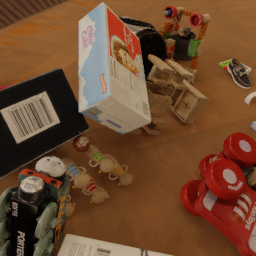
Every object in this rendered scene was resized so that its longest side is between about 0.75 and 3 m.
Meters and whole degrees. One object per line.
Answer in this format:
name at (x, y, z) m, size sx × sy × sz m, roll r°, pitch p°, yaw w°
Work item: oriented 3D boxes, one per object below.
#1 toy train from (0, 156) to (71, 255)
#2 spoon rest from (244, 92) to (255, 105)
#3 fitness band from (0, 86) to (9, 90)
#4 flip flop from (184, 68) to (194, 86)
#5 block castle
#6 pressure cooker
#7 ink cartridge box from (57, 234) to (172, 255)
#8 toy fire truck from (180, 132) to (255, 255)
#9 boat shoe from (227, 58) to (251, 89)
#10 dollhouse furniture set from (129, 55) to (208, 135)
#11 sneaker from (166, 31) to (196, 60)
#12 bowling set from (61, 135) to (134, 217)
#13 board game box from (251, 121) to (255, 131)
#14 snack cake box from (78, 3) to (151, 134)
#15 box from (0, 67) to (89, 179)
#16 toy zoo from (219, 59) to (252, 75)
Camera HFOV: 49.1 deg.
toy train at (-1.645, 1.666, 5.072) m, size 1.050 × 2.465 × 1.404 m, roll 17°, pitch 31°, yaw 5°
spoon rest at (4.794, -1.124, 9.946) m, size 1.264 × 0.383 × 0.628 m, roll -11°, pitch 41°, yaw -12°
fitness band at (-4.618, -1.252, 10.262) m, size 0.647 × 0.169 × 0.901 m, roll 15°, pitch 44°, yaw 18°
flip flop at (2.093, -1.560, 10.147) m, size 0.736 × 0.523 × 1.815 m, roll 11°, pitch 60°, yaw 9°
block castle at (1.972, -3.289, 10.874) m, size 1.201 × 2.560 × 1.710 m, roll -25°, pitch 46°, yaw -38°
pressure cooker at (-0.151, -2.982, 10.723) m, size 2.310 × 2.275 × 2.587 m, roll -37°, pitch 50°, yaw -20°
ink cartridge box at (-0.109, 2.962, 4.496) m, size 2.448 × 1.029 × 1.786 m, roll 8°, pitch 40°, yaw 10°
toy fire truck at (2.585, 1.444, 6.310) m, size 2.100 × 1.402 × 2.501 m, roll 41°, pitch 51°, yaw 9°
boat shoe at (4.419, -2.156, 11.011) m, size 0.550 × 0.449 × 1.488 m, roll -4°, pitch 50°, yaw -10°
dollhouse furniture set at (0.977, -1.063, 8.640) m, size 2.385 × 2.090 × 1.584 m, roll 6°, pitch 33°, yaw -37°
sneaker at (1.671, -3.715, 12.379) m, size 2.809 × 1.275 × 1.067 m, roll -6°, pitch 42°, yaw -5°
bowling set at (-0.946, 1.034, 6.554) m, size 2.157 × 1.501 × 1.158 m, roll -32°, pitch 51°, yaw -27°
board game box at (4.668, 0.023, 8.671) m, size 1.290 × 0.236 × 0.976 m, roll -15°, pitch 42°, yaw -16°
snack cake box at (-0.372, -1.456, 7.016) m, size 0.945 × 1.618 × 2.813 m, roll -23°, pitch 57°, yaw 30°
box at (-2.756, -0.128, 6.811) m, size 2.187 × 1.578 × 2.947 m, roll -31°, pitch 17°, yaw -32°
toy zoo at (4.595, -2.542, 11.845) m, size 0.827 × 0.129 × 1.261 m, roll -20°, pitch 44°, yaw -22°
